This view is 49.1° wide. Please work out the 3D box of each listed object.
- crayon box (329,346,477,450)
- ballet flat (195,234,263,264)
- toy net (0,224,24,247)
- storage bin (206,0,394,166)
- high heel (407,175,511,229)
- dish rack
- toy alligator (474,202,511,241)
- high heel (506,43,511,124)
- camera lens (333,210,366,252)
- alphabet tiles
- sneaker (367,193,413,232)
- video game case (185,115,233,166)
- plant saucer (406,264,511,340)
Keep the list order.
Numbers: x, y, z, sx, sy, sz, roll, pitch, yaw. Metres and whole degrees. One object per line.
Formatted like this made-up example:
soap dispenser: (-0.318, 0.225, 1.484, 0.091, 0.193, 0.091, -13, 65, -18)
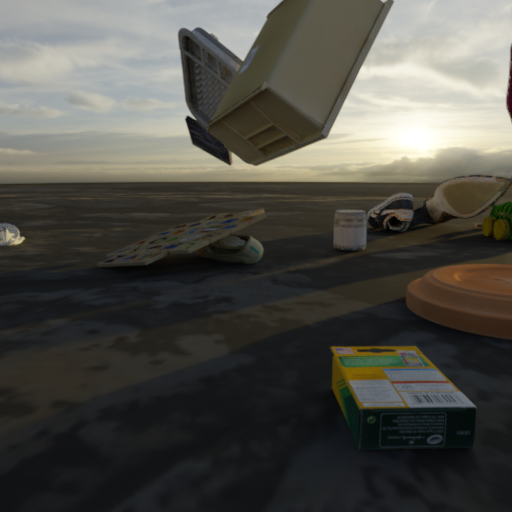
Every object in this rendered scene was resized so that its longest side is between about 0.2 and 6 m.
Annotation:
crayon box: (0.896, 0.895, 3.692, 0.677, 0.278, 1.077, 0, 10, -2)
ballet flat: (-0.571, -0.208, 9.369, 1.544, 0.536, 0.536, 7, 12, 38)
toy net: (-5.193, -0.356, 10.633, 1.279, 0.471, 2.438, 3, 10, 18)
storage bin: (0.523, -2.891, 8.801, 1.159, 2.473, 2.455, 31, -15, -21)
high heel: (5.114, -1.435, 13.710, 2.029, 1.016, 2.847, -17, -4, -45)
dish rack: (-0.588, -3.245, 11.327, 0.568, 2.241, 2.611, -42, -16, -20)
toy alligator: (5.516, -0.830, 12.462, 0.870, 0.796, 2.934, 0, 9, 1)
high heel: (3.835, -2.574, 8.065, 0.551, 0.785, 1.633, 16, 51, 18)
camera lens: (1.744, -0.462, 10.405, 0.598, 0.748, 0.598, 0, 9, 0)
alphabet tiles: (-1.180, -0.316, 9.267, 2.215, 0.084, 2.662, -3, 18, 44)
sneaker: (3.140, -0.859, 13.314, 0.698, 0.707, 1.780, 3, -16, -10)
video game case: (-1.106, -2.730, 13.425, 1.150, 0.153, 1.610, 30, -9, 4)
plant saucer: (2.914, 0.429, 6.189, 2.423, 0.391, 2.423, 1, 10, 0)
